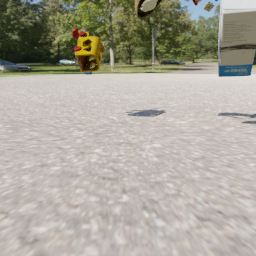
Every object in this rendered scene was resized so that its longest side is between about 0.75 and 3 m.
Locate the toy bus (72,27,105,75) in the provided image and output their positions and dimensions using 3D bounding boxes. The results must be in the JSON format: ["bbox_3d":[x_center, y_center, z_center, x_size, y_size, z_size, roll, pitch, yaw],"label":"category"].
[{"bbox_3d":[-1.108,-2.418,8.591,0.777,1.503,1.419,0,9,8],"label":"toy bus"}]

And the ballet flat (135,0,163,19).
[{"bbox_3d":[0.805,-3.517,6.860,0.764,0.815,2.253,24,-32,-22],"label":"ballet flat"}]

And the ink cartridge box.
[{"bbox_3d":[3.026,-2.790,7.728,0.965,1.671,2.289,3,-30,16],"label":"ink cartridge box"}]

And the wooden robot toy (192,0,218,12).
[{"bbox_3d":[2.157,-4.247,8.460,0.678,0.698,1.538,-24,-35,28],"label":"wooden robot toy"}]
